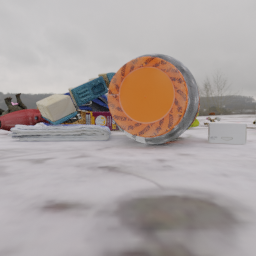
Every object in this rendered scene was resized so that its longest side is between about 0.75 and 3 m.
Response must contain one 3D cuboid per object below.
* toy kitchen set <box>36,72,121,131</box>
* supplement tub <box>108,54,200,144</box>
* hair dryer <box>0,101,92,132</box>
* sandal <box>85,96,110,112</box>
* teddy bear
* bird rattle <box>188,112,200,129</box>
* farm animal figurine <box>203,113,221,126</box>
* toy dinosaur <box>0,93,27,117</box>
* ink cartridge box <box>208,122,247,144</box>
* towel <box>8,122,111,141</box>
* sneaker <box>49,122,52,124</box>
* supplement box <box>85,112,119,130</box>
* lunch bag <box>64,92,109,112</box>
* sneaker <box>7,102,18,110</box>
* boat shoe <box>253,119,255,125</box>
[{"bbox_3d":[-0.747,-0.255,6.707,2.127,1.704,1.253,-29,20,-20],"label":"toy kitchen set"},{"bbox_3d":[0.609,-0.538,5.639,1.631,1.631,2.661,1,3,16],"label":"supplement tub"},{"bbox_3d":[-2.503,-0.429,8.219,2.648,0.719,2.017,-17,-7,-20],"label":"hair dryer"},{"bbox_3d":[-0.883,-0.883,11.787,2.698,0.578,1.026,26,6,-8],"label":"sandal"},{"bbox_3d":[-2.220,-0.342,11.113,2.006,0.924,2.766,17,8,37],"label":"teddy bear"},{"bbox_3d":[1.502,-0.611,11.083,2.030,1.403,2.490,-26,15,-24],"label":"bird rattle"},{"bbox_3d":[3.910,-0.327,13.201,0.398,0.762,0.754,-10,42,-36],"label":"farm animal figurine"},{"bbox_3d":[-4.416,-0.525,10.793,0.997,1.325,2.591,-22,11,15],"label":"toy dinosaur"},{"bbox_3d":[1.964,0.079,5.617,0.689,0.396,0.950,1,3,16],"label":"ink cartridge box"},{"bbox_3d":[-1.476,0.047,7.051,2.090,0.339,2.846,1,3,-4],"label":"towel"},{"bbox_3d":[-2.625,-0.117,9.683,1.060,0.421,0.416,3,3,30],"label":"sneaker"},{"bbox_3d":[-0.856,-0.237,9.630,1.162,0.641,0.498,-2,4,-31],"label":"supplement box"},{"bbox_3d":[-2.098,-0.910,13.232,2.401,1.631,1.589,0,3,-6],"label":"lunch bag"},{"bbox_3d":[-5.088,-0.508,13.584,1.407,1.165,2.949,18,0,-15],"label":"sneaker"},{"bbox_3d":[6.726,-0.290,13.633,1.205,0.442,0.378,-11,0,39],"label":"boat shoe"}]
